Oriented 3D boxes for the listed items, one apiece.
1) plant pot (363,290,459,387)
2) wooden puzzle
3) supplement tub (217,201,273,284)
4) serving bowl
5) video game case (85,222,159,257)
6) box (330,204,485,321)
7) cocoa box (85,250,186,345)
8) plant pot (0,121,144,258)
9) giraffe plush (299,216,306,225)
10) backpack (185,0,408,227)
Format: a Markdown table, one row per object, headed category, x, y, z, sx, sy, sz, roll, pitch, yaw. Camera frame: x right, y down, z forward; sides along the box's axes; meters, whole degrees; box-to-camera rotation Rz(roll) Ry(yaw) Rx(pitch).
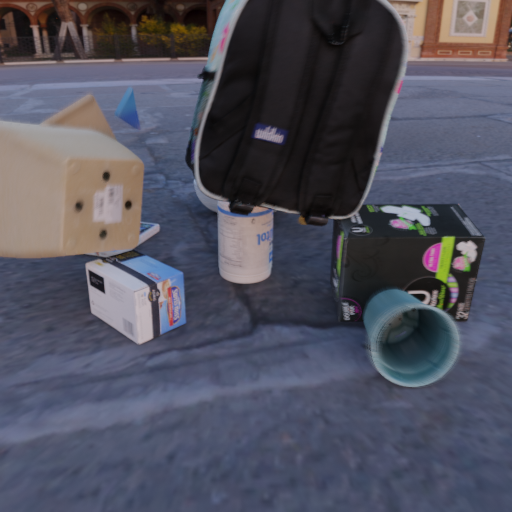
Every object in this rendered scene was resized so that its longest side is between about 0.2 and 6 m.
| category | x | y | z | sx | sy | sz | roll | pitch | yaw |
| --- | --- | --- | --- | --- | --- | --- | --- | --- | --- |
| plant pot | 1.865 | 0.942 | 7.133 | 1.051 | 1.051 | 1.030 | -1 | 15 | -2 |
| wooden puzzle | -3.077 | -1.582 | 9.450 | 2.809 | 1.895 | 0.328 | -35 | 42 | -27 |
| supplement tub | -0.184 | -0.359 | 9.521 | 0.943 | 1.429 | 0.943 | 0 | 25 | 0 |
| serving bowl | -0.263 | -1.375 | 12.659 | 2.256 | 0.742 | 2.256 | 0 | 24 | 0 |
| video game case | -2.940 | -0.387 | 11.147 | 1.450 | 0.183 | 1.592 | 8 | 24 | 18 |
| box | 2.161 | 0.091 | 8.438 | 1.953 | 1.450 | 1.214 | 0 | 28 | 1 |
| cocoa box | -1.749 | 0.548 | 8.163 | 1.294 | 0.863 | 0.849 | 21 | 30 | 41 |
| plant pot | -2.768 | -0.884 | 8.318 | 1.742 | 1.965 | 1.967 | 16 | 15 | 38 |
| giraffe plush | 0.937 | -1.300 | 11.367 | 1.254 | 1.179 | 1.453 | -41 | 5 | 10 |
| backpack | 0.535 | -2.310 | 7.891 | 2.748 | 3.096 | 2.331 | 9 | 28 | -15 |
